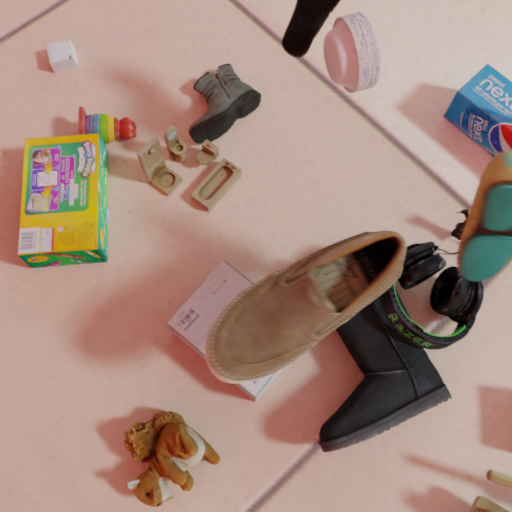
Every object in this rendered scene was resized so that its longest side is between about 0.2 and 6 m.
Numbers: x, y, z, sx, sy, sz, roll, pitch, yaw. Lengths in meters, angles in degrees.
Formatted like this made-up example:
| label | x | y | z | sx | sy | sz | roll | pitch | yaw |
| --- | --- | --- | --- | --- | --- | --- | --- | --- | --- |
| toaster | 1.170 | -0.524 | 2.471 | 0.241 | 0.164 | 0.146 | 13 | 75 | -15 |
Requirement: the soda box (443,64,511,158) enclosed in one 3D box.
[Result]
| label | x | y | z | sx | sy | sz | roll | pitch | yaw |
| --- | --- | --- | --- | --- | --- | --- | --- | --- | --- |
| soda box | 5.611 | -2.558 | 11.862 | 1.053 | 0.996 | 3.106 | -41 | 74 | -14 |

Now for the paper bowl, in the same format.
| label | x | y | z | sx | sy | sz | roll | pitch | yaw |
| --- | --- | --- | --- | --- | --- | --- | --- | --- | --- |
| paper bowl | 1.519 | -3.314 | 9.236 | 0.635 | 1.222 | 1.222 | -16 | 71 | -5 |

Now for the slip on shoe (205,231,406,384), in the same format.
| label | x | y | z | sx | sy | sz | roll | pitch | yaw |
| --- | --- | --- | --- | --- | --- | --- | --- | --- | --- |
| slip on shoe | 0.797 | 0.698 | 8.489 | 3.536 | 1.071 | 1.344 | -27 | 81 | -12 |

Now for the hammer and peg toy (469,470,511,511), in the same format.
| label | x | y | z | sx | sy | sz | roll | pitch | yaw |
| --- | --- | --- | --- | --- | --- | --- | --- | --- | --- |
| hammer and peg toy | 4.295 | 4.966 | 9.117 | 2.189 | 1.049 | 2.976 | 28 | 72 | 11 |

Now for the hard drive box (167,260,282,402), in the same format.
| label | x | y | z | sx | sy | sz | roll | pitch | yaw |
| --- | --- | --- | --- | --- | --- | --- | --- | --- | --- |
| hard drive box | -0.317 | 1.401 | 10.515 | 2.116 | 0.813 | 1.649 | 38 | 74 | 13 |

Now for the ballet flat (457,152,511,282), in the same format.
| label | x | y | z | sx | sy | sz | roll | pitch | yaw |
| --- | --- | --- | --- | --- | --- | --- | --- | --- | --- |
| ballet flat | 3.369 | -0.512 | 7.920 | 0.798 | 2.326 | 0.733 | 6 | 56 | 10 |

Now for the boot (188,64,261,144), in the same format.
| label | x | y | z | sx | sy | sz | roll | pitch | yaw |
| --- | --- | --- | --- | --- | --- | --- | --- | --- | --- |
| boot | -0.976 | -3.387 | 12.423 | 1.996 | 0.676 | 1.304 | -38 | 69 | -20 |

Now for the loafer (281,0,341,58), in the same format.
| label | x | y | z | sx | sy | sz | roll | pitch | yaw |
| --- | --- | --- | --- | --- | --- | --- | --- | --- | --- |
| loafer | 0.997 | -4.311 | 9.556 | 0.671 | 1.838 | 0.656 | 30 | 47 | -9 |

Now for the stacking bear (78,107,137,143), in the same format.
| label | x | y | z | sx | sy | sz | roll | pitch | yaw |
| --- | --- | --- | --- | --- | --- | --- | --- | --- | --- |
| stacking bear | -3.196 | -2.765 | 12.131 | 1.199 | 0.728 | 0.682 | -1 | 51 | -11 |

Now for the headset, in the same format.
| label | x | y | z | sx | sy | sz | roll | pitch | yaw |
| --- | --- | --- | --- | --- | --- | --- | --- | --- | --- |
| headset | 3.500 | 0.329 | 10.474 | 1.850 | 1.408 | 2.996 | 38 | 53 | 0 |

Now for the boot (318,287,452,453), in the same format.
| label | x | y | z | sx | sy | sz | roll | pitch | yaw |
| --- | --- | --- | --- | --- | --- | --- | --- | --- | --- |
| boot | 1.714 | 1.588 | 10.286 | 2.649 | 1.055 | 3.214 | -19 | 75 | -18 |

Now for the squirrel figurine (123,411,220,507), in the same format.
| label | x | y | z | sx | sy | sz | roll | pitch | yaw |
| --- | --- | --- | --- | --- | --- | --- | --- | --- | --- |
| squirrel figurine | -1.664 | 3.536 | 9.786 | 1.390 | 1.054 | 1.489 | -46 | 62 | -4 |

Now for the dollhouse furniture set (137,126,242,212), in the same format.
| label | x | y | z | sx | sy | sz | roll | pitch | yaw |
| --- | --- | --- | --- | --- | --- | --- | --- | --- | --- |
| dollhouse furniture set | -1.316 | -1.860 | 11.487 | 1.496 | 1.219 | 1.423 | 37 | 74 | 12 |

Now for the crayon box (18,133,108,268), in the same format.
| label | x | y | z | sx | sy | sz | roll | pitch | yaw |
| --- | --- | --- | --- | --- | --- | --- | --- | --- | --- |
| crayon box | -3.891 | -1.156 | 11.464 | 1.575 | 0.773 | 2.652 | -4 | 70 | -2 |

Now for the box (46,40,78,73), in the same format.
| label | x | y | z | sx | sy | sz | roll | pitch | yaw |
| --- | --- | --- | --- | --- | --- | --- | --- | --- | --- |
| box | -4.474 | -4.606 | 12.937 | 0.566 | 0.370 | 0.563 | -14 | 71 | -5 |
